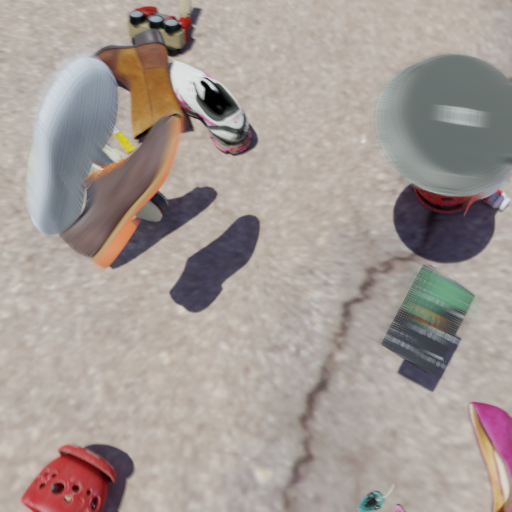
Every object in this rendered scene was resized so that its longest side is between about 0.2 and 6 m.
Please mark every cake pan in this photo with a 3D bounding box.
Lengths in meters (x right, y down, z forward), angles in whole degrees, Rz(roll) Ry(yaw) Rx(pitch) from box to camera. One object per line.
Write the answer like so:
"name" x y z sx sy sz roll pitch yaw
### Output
"cake pan" 2.981 -2.047 8.433 2.292 0.420 2.292 1 78 -4

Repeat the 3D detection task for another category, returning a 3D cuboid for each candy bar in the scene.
"candy bar" -3.250 -2.827 13.314 0.264 0.117 1.060 -34 65 -22

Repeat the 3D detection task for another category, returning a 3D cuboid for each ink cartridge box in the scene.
"ink cartridge box" 4.364 -1.335 10.400 0.292 0.988 1.234 33 79 19

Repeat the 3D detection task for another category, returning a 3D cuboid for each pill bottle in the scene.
"pill bottle" 5.193 -1.305 12.283 0.386 0.386 0.687 -40 67 -20

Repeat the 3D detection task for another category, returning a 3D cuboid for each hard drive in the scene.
"hard drive" 2.269 0.839 7.380 0.860 0.233 1.231 32 84 -20

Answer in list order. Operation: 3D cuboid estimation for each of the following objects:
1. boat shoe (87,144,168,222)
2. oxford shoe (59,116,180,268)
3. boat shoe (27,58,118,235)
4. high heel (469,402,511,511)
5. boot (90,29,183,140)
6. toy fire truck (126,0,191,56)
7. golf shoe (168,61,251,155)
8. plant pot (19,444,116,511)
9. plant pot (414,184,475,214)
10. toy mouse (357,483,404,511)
"boat shoe" -3.065 -1.873 12.239 3.242 1.154 1.014 32 63 22
"oxford shoe" -1.930 -1.102 8.173 0.907 0.890 2.502 32 77 -23
"boat shoe" -3.183 -1.797 9.069 1.137 3.158 0.980 -6 45 -46
"high heel" 3.872 3.612 9.132 1.186 0.832 2.472 26 58 3
"boot" -2.996 -3.897 13.534 2.355 0.857 2.501 -17 75 11
"toy fire truck" -2.413 -6.358 14.889 1.534 1.121 1.743 17 50 10
"golf shoe" -1.205 -3.817 13.136 1.126 1.428 3.101 -37 65 -15
"plant pot" -2.953 3.717 8.969 1.205 1.205 1.097 20 53 11
"plant pot" 4.053 -1.788 11.851 1.563 1.424 1.563 -5 66 12
"toy mouse" 2.078 4.254 9.180 1.176 0.227 1.045 19 62 10
